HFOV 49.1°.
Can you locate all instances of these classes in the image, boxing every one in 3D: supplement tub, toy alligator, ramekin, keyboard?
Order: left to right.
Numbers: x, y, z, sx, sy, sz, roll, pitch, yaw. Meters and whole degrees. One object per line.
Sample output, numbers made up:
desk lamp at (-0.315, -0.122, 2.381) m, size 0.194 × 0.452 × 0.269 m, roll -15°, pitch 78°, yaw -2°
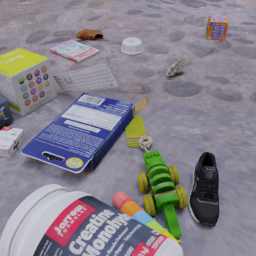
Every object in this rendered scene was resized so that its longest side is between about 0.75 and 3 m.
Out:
keyboard at (-1.300, -1.359, 8.046) m, size 2.473 × 0.696 × 0.132 m, roll 0°, pitch 48°, yaw 44°
supplement tub at (-0.520, 1.936, 4.086) m, size 2.300 × 1.614 × 1.614 m, roll 21°, pitch 44°, yaw 24°
ramekin at (0.166, -3.380, 11.507) m, size 0.927 × 0.432 × 0.927 m, roll 0°, pitch 40°, yaw 0°
toy alligator at (0.601, 0.896, 5.936) m, size 0.830 × 0.759 × 2.797 m, roll -12°, pitch 42°, yaw -3°

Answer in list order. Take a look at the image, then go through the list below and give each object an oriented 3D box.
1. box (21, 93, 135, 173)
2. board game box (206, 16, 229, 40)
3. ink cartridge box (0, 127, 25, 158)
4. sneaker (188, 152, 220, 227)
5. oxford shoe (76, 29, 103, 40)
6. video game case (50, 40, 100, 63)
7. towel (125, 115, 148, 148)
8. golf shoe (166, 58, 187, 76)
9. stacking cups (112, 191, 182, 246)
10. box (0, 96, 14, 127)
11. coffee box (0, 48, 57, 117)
box at (-1.165, 0.092, 7.222) m, size 1.716 × 0.459 × 2.834 m, roll 15°, pitch 41°, yaw 21°
board game box at (3.985, -4.494, 12.579) m, size 0.791 × 0.791 × 0.792 m, roll 5°, pitch 40°, yaw 6°
ink cartridge box at (-3.038, 0.350, 7.050) m, size 0.552 × 0.320 × 0.764 m, roll 8°, pitch 40°, yaw 10°
sneaker at (1.577, 1.166, 5.744) m, size 0.616 × 0.712 × 1.626 m, roll 5°, pitch 40°, yaw 6°
oxford shoe at (-1.673, -4.115, 12.427) m, size 1.223 × 0.436 × 0.436 m, roll -13°, pitch 46°, yaw -18°
video game case at (-2.182, -3.151, 11.456) m, size 1.697 × 0.148 × 1.213 m, roll 26°, pitch 46°, yaw 29°
towel at (0.202, 0.066, 7.563) m, size 0.551 × 0.116 × 1.281 m, roll -3°, pitch 39°, yaw -5°
golf shoe at (1.678, -2.139, 9.884) m, size 0.877 × 0.426 × 0.343 m, roll -39°, pitch 96°, yaw -14°
stacking cups at (0.275, 1.738, 5.230) m, size 0.471 × 0.471 × 1.557 m, roll -27°, pitch 47°, yaw -29°
box at (-5.039, -0.544, 7.787) m, size 2.986 × 0.762 × 2.355 m, roll 30°, pitch 49°, yaw 32°
coffee box at (-3.201, -1.408, 8.366) m, size 1.376 × 1.360 × 1.373 m, roll 24°, pitch 45°, yaw 26°
